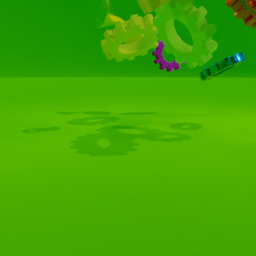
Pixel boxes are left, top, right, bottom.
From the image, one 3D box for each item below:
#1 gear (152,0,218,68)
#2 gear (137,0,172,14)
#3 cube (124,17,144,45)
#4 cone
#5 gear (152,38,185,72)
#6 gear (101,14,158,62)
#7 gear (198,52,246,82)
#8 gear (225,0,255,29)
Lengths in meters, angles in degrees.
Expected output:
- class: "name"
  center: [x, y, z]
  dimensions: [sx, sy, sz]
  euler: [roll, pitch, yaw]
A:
- class: "gear"
  center: [1.350, -2.326, 6.863]
  dimensions: [0.332, 1.795, 1.795]
  euler: [-40, 25, -15]
- class: "gear"
  center: [1.140, -2.899, 5.291]
  dimensions: [2.065, 0.382, 2.065]
  euler: [-28, 21, 12]
- class: "cube"
  center: [0.243, -3.478, 10.255]
  dimensions: [0.758, 0.758, 0.758]
  euler: [-22, 19, 36]
- class: "cone"
  center: [-0.503, -3.974, 10.117]
  dimensions: [1.002, 0.998, 0.998]
  euler: [8, 6, -31]
- class: "gear"
  center: [1.548, -2.764, 10.370]
  dimensions: [1.313, 1.313, 0.243]
  euler: [-3, 10, -16]
- class: "gear"
  center: [0.141, -2.710, 8.610]
  dimensions: [1.906, 0.352, 1.906]
  euler: [-18, -13, -4]
- class: "gear"
  center: [2.651, -1.708, 7.917]
  dimensions: [1.289, 0.238, 1.289]
  euler: [-24, -3, -1]
- class: "gear"
  center: [2.509, -2.729, 6.056]
  dimensions: [1.223, 1.223, 0.226]
  euler: [-9, -19, -39]
